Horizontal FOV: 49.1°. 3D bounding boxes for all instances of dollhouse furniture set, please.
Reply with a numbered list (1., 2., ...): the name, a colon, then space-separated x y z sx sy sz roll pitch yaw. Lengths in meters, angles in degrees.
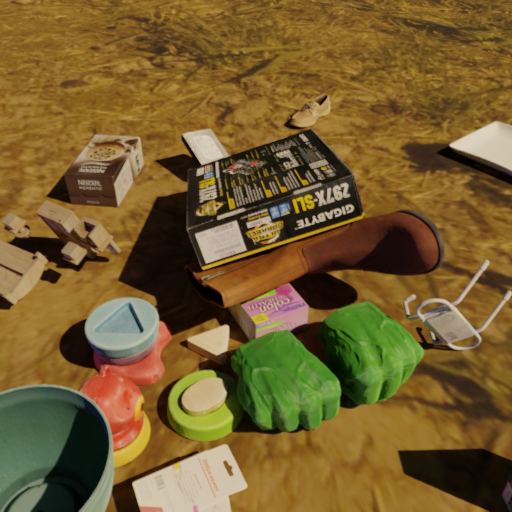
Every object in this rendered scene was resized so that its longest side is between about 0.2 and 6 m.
1. dollhouse furniture set: -3.699 0.354 9.492 1.944 1.113 2.280 20 65 27

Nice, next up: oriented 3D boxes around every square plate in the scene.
1. square plate: 6.029 -2.450 13.199 2.165 0.308 2.145 -27 46 -31

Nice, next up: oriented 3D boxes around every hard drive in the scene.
1. hard drive: -1.105 -2.345 12.303 0.734 0.199 1.050 -16 58 -27

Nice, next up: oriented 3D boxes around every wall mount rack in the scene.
1. wall mount rack: 2.879 0.736 7.919 1.292 1.487 0.554 -27 43 29

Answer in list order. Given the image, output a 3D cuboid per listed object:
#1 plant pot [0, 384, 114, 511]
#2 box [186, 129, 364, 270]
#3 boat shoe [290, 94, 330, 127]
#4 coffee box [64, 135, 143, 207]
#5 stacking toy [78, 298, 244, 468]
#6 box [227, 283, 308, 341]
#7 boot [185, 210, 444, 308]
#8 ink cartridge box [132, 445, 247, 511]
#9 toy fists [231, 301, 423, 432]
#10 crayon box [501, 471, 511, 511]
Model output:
1. plant pot: -2.381 2.510 5.910 1.907 1.278 1.907 0 39 0
2. box: 0.141 -1.142 9.679 2.610 0.806 3.268 -20 25 2
3. boat shoe: 1.424 -3.865 14.874 0.567 0.513 1.591 23 43 28
4. coffee box: -3.228 -1.868 12.071 1.059 0.748 1.873 4 38 5
5. stacking toy: -1.317 1.424 7.543 2.200 1.026 2.430 -5 38 -6
6. box: 0.154 0.794 8.786 0.917 0.504 1.042 -16 41 -21
7. boot: 0.773 0.038 8.247 3.052 1.045 2.873 -17 23 -27
8. ink cartridge box: -0.728 2.682 6.313 1.155 0.390 0.673 -18 40 -17
9. toy fists: 0.992 1.550 7.521 2.588 0.890 1.319 -15 34 -20
10. crayon box: 3.413 2.384 6.084 1.093 1.266 0.369 -1 37 -2
